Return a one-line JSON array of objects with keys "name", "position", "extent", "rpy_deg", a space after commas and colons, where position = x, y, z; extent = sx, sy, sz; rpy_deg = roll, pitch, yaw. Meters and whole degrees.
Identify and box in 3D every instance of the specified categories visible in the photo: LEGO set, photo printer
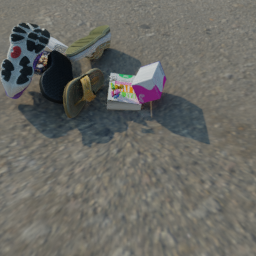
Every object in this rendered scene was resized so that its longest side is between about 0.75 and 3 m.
[{"name": "LEGO set", "position": [-0.294, -1.155, 8.036], "extent": [0.346, 0.321, 0.842], "rpy_deg": [-14, 51, 8]}, {"name": "photo printer", "position": [-2.752, -3.095, 10.387], "extent": [0.985, 0.342, 0.819], "rpy_deg": [36, 17, 24]}]

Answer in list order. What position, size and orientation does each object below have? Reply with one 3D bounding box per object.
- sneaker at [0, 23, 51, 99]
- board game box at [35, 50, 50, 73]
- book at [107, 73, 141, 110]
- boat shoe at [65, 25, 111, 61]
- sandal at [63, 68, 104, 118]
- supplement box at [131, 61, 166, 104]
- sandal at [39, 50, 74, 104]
[{"name": "sneaker", "position": [-3.261, -2.130, 8.668], "extent": [1.108, 1.146, 2.747], "rpy_deg": [21, 59, -15]}, {"name": "board game box", "position": [-3.092, -2.422, 10.113], "extent": [0.774, 0.198, 1.142], "rpy_deg": [16, 45, 16]}, {"name": "book", "position": [-0.096, -1.136, 8.661], "extent": [1.010, 0.363, 1.512], "rpy_deg": [5, 42, -4]}, {"name": "boat shoe", "position": [-1.276, -2.896, 10.088], "extent": [0.899, 0.822, 2.405], "rpy_deg": [9, 41, 31]}, {"name": "sandal", "position": [-1.171, -1.120, 8.168], "extent": [0.589, 0.877, 2.183], "rpy_deg": [2, 36, 29]}, {"name": "supplement box", "position": [0.647, -1.356, 8.257], "extent": [0.677, 0.663, 1.310], "rpy_deg": [-14, 28, 23]}, {"name": "sandal", "position": [-2.221, -1.462, 8.677], "extent": [1.077, 0.686, 2.865], "rpy_deg": [34, 26, -27]}]
